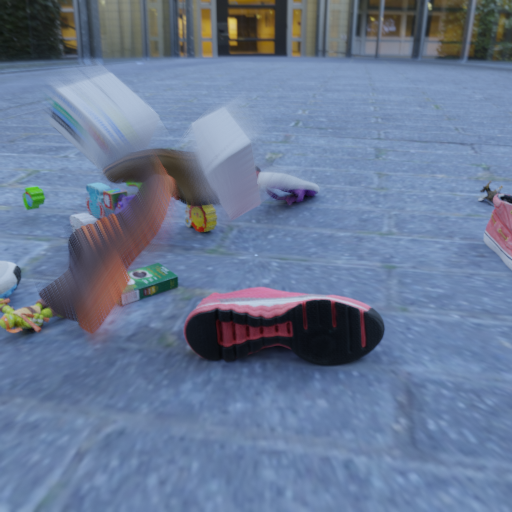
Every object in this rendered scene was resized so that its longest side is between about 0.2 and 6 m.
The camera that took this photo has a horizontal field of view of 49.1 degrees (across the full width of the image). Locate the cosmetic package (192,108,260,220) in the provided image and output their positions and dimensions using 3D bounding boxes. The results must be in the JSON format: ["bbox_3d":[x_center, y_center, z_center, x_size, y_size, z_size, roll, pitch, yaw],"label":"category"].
[{"bbox_3d":[-0.336,-1.073,6.762,0.456,1.279,0.649,-29,65,-8],"label":"cosmetic package"}]

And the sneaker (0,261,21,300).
[{"bbox_3d":[-4.717,0.177,7.373,2.969,1.287,1.113,-4,23,-12],"label":"sneaker"}]

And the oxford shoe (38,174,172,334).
[{"bbox_3d":[-1.605,-0.231,6.290,0.782,0.767,2.155,32,55,-14],"label":"oxford shoe"}]

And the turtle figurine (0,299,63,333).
[{"bbox_3d":[-2.813,0.761,7.117,1.247,0.402,1.006,9,17,35],"label":"turtle figurine"}]

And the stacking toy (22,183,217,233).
[{"bbox_3d":[-2.653,-0.885,10.515,2.462,0.767,3.266,-17,27,-37],"label":"stacking toy"}]

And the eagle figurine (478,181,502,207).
[{"bbox_3d":[5.041,-1.237,11.664,0.543,0.540,0.716,-45,72,-4],"label":"eagle figurine"}]

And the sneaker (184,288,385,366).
[{"bbox_3d":[0.345,0.678,6.742,2.328,0.858,1.010,1,23,4],"label":"sneaker"}]

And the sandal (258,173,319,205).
[{"bbox_3d":[0.596,-1.319,11.453,0.887,0.536,2.181,10,3,28],"label":"sandal"}]

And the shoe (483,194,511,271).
[{"bbox_3d":[4.302,-0.339,8.964,0.699,0.890,1.956,-2,24,-5],"label":"shoe"}]

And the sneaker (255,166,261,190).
[{"bbox_3d":[-0.545,-1.639,12.219,0.758,0.629,1.587,18,29,39],"label":"sneaker"}]

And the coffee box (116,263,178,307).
[{"bbox_3d":[-1.681,0.405,8.134,0.970,0.213,0.596,-20,31,-36],"label":"coffee box"}]

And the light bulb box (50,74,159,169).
[{"bbox_3d":[-1.867,-1.678,6.912,0.893,0.562,0.900,42,44,8],"label":"light bulb box"}]

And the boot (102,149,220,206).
[{"bbox_3d":[-1.431,-1.316,9.560,2.359,0.890,0.868,-4,-6,-3],"label":"boot"}]
